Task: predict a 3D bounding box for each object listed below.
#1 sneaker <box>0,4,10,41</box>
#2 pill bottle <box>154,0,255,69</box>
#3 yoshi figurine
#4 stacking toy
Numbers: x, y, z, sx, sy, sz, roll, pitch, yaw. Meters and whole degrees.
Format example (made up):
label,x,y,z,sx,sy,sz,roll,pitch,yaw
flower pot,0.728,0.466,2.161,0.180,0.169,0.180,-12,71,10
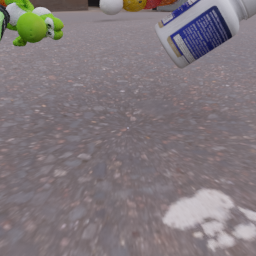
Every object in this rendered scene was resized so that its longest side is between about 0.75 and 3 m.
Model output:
label,x,y,z,sx,sy,sz,roll,pitch,yaw
sneaker,-2.878,-1.618,4.987,2.261,0.868,0.947,-1,50,30
pill bottle,2.001,-2.718,7.178,2.346,1.404,1.404,-30,18,22
yoshi figurine,-2.352,-2.389,6.137,1.965,1.105,1.100,25,74,23
stacking toy,0.222,-3.567,7.288,2.293,1.676,1.676,-40,41,-17
